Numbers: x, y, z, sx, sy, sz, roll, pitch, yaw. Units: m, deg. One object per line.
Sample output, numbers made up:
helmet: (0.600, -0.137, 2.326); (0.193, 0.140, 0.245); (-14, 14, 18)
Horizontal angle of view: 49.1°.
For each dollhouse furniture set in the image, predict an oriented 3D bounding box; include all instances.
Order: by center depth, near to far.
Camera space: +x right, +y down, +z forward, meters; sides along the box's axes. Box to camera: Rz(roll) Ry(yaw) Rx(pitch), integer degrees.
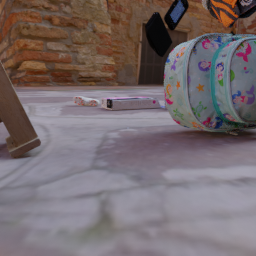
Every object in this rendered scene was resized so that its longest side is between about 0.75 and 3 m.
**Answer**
dollhouse furniture set: (-3.088, -0.042, 4.219); (2.791, 1.854, 2.446); (-28, 20, -19)

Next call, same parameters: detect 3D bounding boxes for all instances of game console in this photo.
game console: (1.146, -3.034, 7.924); (0.228, 1.892, 1.116); (23, -15, 38)

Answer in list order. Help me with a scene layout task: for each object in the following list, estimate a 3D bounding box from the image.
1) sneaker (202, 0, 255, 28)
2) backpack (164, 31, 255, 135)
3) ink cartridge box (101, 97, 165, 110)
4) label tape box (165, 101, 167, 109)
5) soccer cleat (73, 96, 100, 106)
sneaker: (2.028, -2.756, 5.115); (0.808, 1.167, 2.083); (-27, -27, -3)
backpack: (2.096, -0.962, 6.084); (2.490, 2.211, 1.875); (-3, 5, -18)
ink cartridge box: (0.327, -1.048, 11.779); (2.663, 0.494, 1.261); (-2, 10, -25)
label tape box: (2.676, -1.044, 11.110); (2.007, 0.663, 1.438); (12, 16, 42)
soccer cleat: (-1.900, -1.193, 12.742); (1.245, 0.432, 0.483); (10, 7, 13)
